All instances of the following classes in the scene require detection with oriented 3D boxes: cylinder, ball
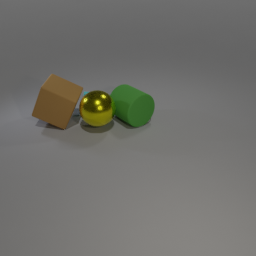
[{"bbox_3d":[0.133,-0.933,11.488,1.400,1.400,1.400,-21,36,-32],"label":"cylinder"},{"bbox_3d":[-1.168,-0.748,10.747,1.400,1.400,1.400,0,30,0],"label":"ball"}]

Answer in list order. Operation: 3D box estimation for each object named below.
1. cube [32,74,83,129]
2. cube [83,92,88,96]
[{"bbox_3d":[-2.790,-1.066,11.198,1.400,1.400,1.400,24,30,-11],"label":"cube"},{"bbox_3d":[-1.604,-1.164,12.481,0.700,0.700,0.700,1,27,-19],"label":"cube"}]
